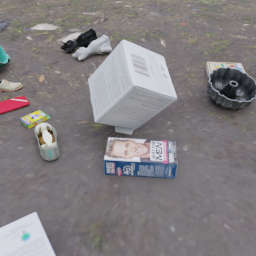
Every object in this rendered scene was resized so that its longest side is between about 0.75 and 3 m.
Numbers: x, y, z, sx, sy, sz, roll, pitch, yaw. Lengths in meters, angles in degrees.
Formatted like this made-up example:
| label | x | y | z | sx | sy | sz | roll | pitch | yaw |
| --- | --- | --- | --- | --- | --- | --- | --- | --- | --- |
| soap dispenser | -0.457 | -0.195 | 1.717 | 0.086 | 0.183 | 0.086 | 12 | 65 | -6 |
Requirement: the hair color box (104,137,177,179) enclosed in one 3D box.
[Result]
| label | x | y | z | sx | sy | sz | roll | pitch | yaw |
| --- | --- | --- | --- | --- | --- | --- | --- | --- | --- |
| hair color box | 0.352 | 0.810 | 7.740 | 1.927 | 0.583 | 0.964 | 2 | 37 | 3 |

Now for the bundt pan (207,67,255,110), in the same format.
| label | x | y | z | sx | sy | sz | roll | pitch | yaw |
| --- | --- | --- | --- | --- | --- | --- | --- | --- | --- |
| bundt pan | 3.792 | -1.396 | 10.376 | 1.888 | 0.709 | 1.888 | 4 | 51 | -4 |

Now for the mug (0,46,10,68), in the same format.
| label | x | y | z | sx | sy | sz | roll | pitch | yaw |
| --- | --- | --- | --- | --- | --- | --- | --- | --- | --- |
| mug | -6.192 | -3.044 | 12.263 | 1.196 | 1.935 | 1.590 | -33 | 47 | 12 |

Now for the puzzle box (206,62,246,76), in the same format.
| label | x | y | z | sx | sy | sz | roll | pitch | yaw |
| --- | --- | --- | --- | --- | --- | --- | --- | --- | --- |
| puzzle box | 4.263 | -2.211 | 12.024 | 1.576 | 0.301 | 2.369 | 3 | 37 | 5 |

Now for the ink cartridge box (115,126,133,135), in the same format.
| label | x | y | z | sx | sy | sz | roll | pitch | yaw |
| --- | --- | --- | --- | --- | --- | --- | --- | --- | --- |
| ink cartridge box | -0.059 | -0.155 | 9.249 | 0.555 | 0.320 | 0.759 | 9 | 38 | 10 |

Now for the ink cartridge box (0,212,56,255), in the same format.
| label | x | y | z | sx | sy | sz | roll | pitch | yaw |
| --- | --- | --- | --- | --- | --- | --- | --- | --- | --- |
| ink cartridge box | -1.884 | 2.859 | 4.696 | 1.649 | 0.922 | 2.416 | -21 | 40 | -26 |

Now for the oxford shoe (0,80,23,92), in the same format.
| label | x | y | z | sx | sy | sz | roll | pitch | yaw |
| --- | --- | --- | --- | --- | --- | --- | --- | --- | --- |
| oxford shoe | -4.870 | -1.719 | 11.252 | 1.178 | 0.435 | 0.417 | -10 | 38 | -13 |

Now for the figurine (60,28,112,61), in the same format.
| label | x | y | z | sx | sy | sz | roll | pitch | yaw |
| --- | --- | --- | --- | --- | --- | --- | --- | --- | --- |
| figurine | -2.166 | -4.157 | 14.332 | 2.004 | 0.884 | 2.054 | -30 | 46 | -23 |

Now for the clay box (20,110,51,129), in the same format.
| label | x | y | z | sx | sy | sz | roll | pitch | yaw |
| --- | --- | --- | --- | --- | --- | --- | --- | --- | --- |
| clay box | -3.157 | -0.331 | 9.581 | 0.503 | 0.208 | 0.875 | 30 | 47 | 33 |

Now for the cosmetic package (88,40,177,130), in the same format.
| label | x | y | z | sx | sy | sz | roll | pitch | yaw |
| --- | --- | --- | --- | --- | --- | --- | --- | --- | --- |
| cosmetic package | 0.052 | -1.142 | 8.095 | 1.582 | 1.901 | 1.591 | 10 | 57 | -38 |

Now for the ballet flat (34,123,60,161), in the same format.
| label | x | y | z | sx | sy | sz | roll | pitch | yaw |
| --- | --- | --- | --- | --- | --- | --- | --- | --- | --- |
| ballet flat | -2.476 | 0.212 | 8.515 | 0.651 | 0.615 | 1.931 | -15 | 39 | -18 |

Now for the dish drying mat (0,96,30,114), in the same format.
| label | x | y | z | sx | sy | sz | roll | pitch | yaw |
| --- | --- | --- | --- | --- | --- | --- | --- | --- | --- |
| dish drying mat | -4.604 | -0.748 | 10.171 | 1.886 | 0.172 | 0.724 | -21 | 43 | -26 |
